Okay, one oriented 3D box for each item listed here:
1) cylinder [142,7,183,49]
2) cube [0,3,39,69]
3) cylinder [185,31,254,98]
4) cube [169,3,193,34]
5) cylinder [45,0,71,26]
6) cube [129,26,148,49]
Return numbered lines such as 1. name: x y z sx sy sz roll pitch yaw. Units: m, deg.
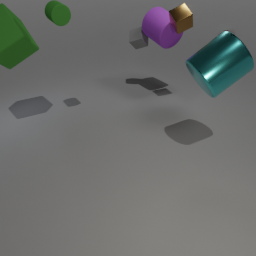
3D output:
1. cylinder: 1.578 -4.566 12.762 1.400 1.400 1.400 -19 50 -29
2. cube: -4.310 -3.175 9.917 1.400 1.400 1.400 -34 -4 2
3. cylinder: 2.657 -1.842 8.220 1.400 1.400 1.400 -37 31 8
4. cube: 2.096 -4.306 11.064 0.700 0.700 0.700 -26 64 3
5. cylinder: -2.404 -3.932 9.587 0.700 0.700 0.700 -17 40 -27
6. cube: 0.531 -4.370 13.616 0.700 0.700 0.700 -7 -20 31
